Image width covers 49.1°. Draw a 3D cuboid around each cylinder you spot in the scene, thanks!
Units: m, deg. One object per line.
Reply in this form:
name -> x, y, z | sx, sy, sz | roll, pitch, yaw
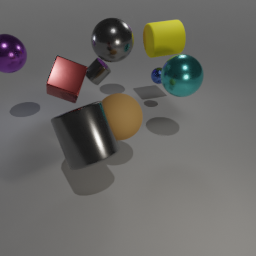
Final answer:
cylinder -> -1.081, 0.179, 7.231 | 1.400, 1.400, 1.400 | -20, 5, 2
cylinder -> -1.084, -2.010, 9.977 | 0.700, 0.700, 0.700 | -42, 17, 16
cylinder -> 1.519, -3.798, 11.943 | 1.400, 1.400, 1.400 | -12, 33, -14

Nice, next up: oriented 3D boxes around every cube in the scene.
cube -> -1.366, -1.055, 6.232 | 0.700, 0.700, 0.700 | 19, -14, -12

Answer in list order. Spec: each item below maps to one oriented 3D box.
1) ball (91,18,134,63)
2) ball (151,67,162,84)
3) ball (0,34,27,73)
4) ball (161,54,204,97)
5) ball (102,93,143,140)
ball -> -0.508, -2.866, 9.186 | 1.400, 1.400, 1.400 | 0, 31, 0
ball -> 1.332, -2.245, 12.027 | 0.700, 0.700, 0.700 | 0, 31, 0
ball -> -4.448, -2.722, 10.288 | 1.400, 1.400, 1.400 | 0, 31, 0
ball -> 1.786, -1.724, 9.280 | 1.400, 1.400, 1.400 | 0, 31, 0
ball -> -0.265, -0.329, 8.327 | 1.400, 1.400, 1.400 | 0, 31, 0
